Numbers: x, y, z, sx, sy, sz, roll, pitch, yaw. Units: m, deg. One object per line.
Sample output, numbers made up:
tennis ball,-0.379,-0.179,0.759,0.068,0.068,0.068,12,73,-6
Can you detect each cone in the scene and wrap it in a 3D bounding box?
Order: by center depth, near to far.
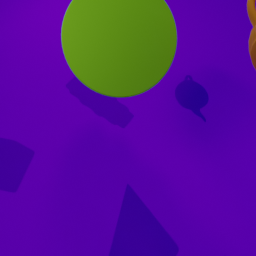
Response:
cone,-0.189,-1.220,4.144,1.438,1.444,1.438,-1,100,-8

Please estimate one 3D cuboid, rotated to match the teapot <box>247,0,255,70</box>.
teapot,1.975,-0.880,2.999,0.865,1.098,1.766,-44,81,-11
